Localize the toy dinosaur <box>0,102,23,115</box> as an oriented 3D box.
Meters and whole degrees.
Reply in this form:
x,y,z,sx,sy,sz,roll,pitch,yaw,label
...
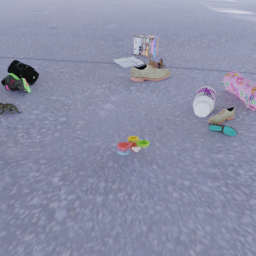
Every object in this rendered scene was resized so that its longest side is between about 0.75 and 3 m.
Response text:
x,y,z,sx,sy,sz,roll,pitch,yaw,label
-4.902,-0.835,11.423,1.193,0.459,0.610,-3,39,0,toy dinosaur

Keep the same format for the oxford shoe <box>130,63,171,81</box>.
x,y,z,sx,sy,sz,roll,pitch,yaw,label
1.174,-2.868,14.246,2.121,0.783,0.751,-8,34,-13,oxford shoe

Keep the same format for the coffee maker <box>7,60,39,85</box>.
x,y,z,sx,sy,sz,roll,pitch,yaw,label
-5.249,-2.870,13.773,1.380,1.326,0.930,25,57,36,coffee maker

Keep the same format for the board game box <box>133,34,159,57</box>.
x,y,z,sx,sy,sz,roll,pitch,yaw,label
1.114,-5.128,17.384,1.463,1.166,0.709,11,34,15,board game box

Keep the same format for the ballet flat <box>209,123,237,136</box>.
x,y,z,sx,sy,sz,roll,pitch,yaw,label
3.489,0.010,10.226,1.039,0.353,0.355,18,29,25,ballet flat

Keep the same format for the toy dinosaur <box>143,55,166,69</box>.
x,y,z,sx,sy,sz,roll,pitch,yaw,label
1.431,-3.426,15.285,1.066,0.675,1.573,16,41,12,toy dinosaur

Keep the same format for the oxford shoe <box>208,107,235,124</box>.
x,y,z,sx,sy,sz,roll,pitch,yaw,label
3.623,-0.515,10.886,1.316,0.486,0.466,-20,38,-28,oxford shoe

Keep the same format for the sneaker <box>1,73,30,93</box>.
x,y,z,sx,sy,sz,roll,pitch,yaw,label
-5.232,-1.950,13.041,1.974,0.757,0.827,22,53,39,sneaker

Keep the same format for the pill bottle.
x,y,z,sx,sy,sz,roll,pitch,yaw,label
3.108,-1.056,11.404,0.832,0.832,1.482,11,35,17,pill bottle

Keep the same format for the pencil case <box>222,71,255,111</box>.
x,y,z,sx,sy,sz,roll,pitch,yaw,label
5.085,-1.671,12.266,1.014,1.014,2.320,-7,34,-11,pencil case

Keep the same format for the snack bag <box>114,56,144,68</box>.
x,y,z,sx,sy,sz,roll,pitch,yaw,label
0.082,-3.901,16.429,1.433,0.153,1.351,-17,36,-25,snack bag

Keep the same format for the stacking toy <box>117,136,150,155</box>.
x,y,z,sx,sy,sz,roll,pitch,yaw,label
0.184,0.661,8.977,0.884,0.413,0.977,15,28,37,stacking toy
